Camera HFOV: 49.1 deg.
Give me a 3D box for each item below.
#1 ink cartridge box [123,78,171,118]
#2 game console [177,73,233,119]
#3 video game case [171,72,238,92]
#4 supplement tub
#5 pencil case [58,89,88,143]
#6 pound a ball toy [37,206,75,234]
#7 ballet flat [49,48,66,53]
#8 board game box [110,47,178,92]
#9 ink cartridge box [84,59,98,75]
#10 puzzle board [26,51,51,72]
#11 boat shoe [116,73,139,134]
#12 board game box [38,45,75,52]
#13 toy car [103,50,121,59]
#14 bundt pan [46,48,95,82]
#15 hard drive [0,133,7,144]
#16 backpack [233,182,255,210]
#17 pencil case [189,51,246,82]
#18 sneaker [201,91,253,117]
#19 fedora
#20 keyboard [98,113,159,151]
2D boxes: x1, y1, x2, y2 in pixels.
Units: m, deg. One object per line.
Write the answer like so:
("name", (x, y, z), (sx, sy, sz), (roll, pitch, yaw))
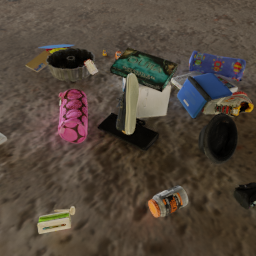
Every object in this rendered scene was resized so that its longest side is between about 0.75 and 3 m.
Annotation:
("ink cartridge box", (0.709, -1.722, 11.981), (1.585, 1.592, 2.170), (-5, 43, -9))
("game console", (3.246, -1.427, 12.108), (1.112, 1.604, 1.879), (13, 33, -27))
("video game case", (3.662, -2.102, 13.571), (2.358, 0.271, 2.148), (-17, 43, -21))
("supplement tub", (1.165, 2.147, 8.161), (1.050, 0.644, 0.644), (-20, 44, -21))
("pencil case", (-2.199, -0.528, 11.061), (1.160, 1.124, 2.476), (22, 30, -26))
("pound a ball toy", (-1.973, 2.610, 7.875), (0.994, 0.422, 0.648), (-8, 15, -9))
("ballet flat", (-3.384, -4.087, 15.664), (2.042, 0.682, 0.684), (-4, 45, -7))
("board game box", (0.638, -2.355, 11.042), (2.270, 0.320, 1.535), (23, 55, 16))
("ink cartridge box", (-1.658, -2.761, 12.740), (0.323, 0.558, 0.958), (-31, 5, 3))
("puzzle board", (-4.712, -3.633, 15.269), (1.084, 0.125, 1.438), (30, 64, 28))
("boat shoe", (-0.062, -0.859, 9.945), (0.669, 2.150, 0.802), (10, 10, 27))
("board game box", (-4.141, -4.544, 16.296), (1.717, 0.423, 2.173), (-21, 26, -36))
("toy car", (-0.911, -4.211, 15.990), (1.220, 0.406, 0.599), (7, 40, 7))
("bundt pan", (-2.877, -3.180, 14.346), (2.472, 0.928, 2.472), (0, 41, 0))
("hard drive", (-5.531, 0.339, 10.679), (1.572, 0.207, 1.037), (26, 46, 29))
("backpack", (3.661, 2.007, 8.414), (0.854, 0.541, 0.713), (-19, 56, -23))
("pencil case", (4.399, -3.079, 13.874), (2.698, 1.053, 1.172), (15, 14, 12))
("sneaker", (4.166, -0.956, 11.695), (2.316, 0.901, 0.951), (-10, 42, -12))
("fedora", (3.084, 0.375, 9.980), (1.825, 1.825, 0.833), (-27, 11, -29))
("keyboard", (0.075, 0.049, 10.985), (2.306, 0.296, 1.385), (25, 52, 26))
